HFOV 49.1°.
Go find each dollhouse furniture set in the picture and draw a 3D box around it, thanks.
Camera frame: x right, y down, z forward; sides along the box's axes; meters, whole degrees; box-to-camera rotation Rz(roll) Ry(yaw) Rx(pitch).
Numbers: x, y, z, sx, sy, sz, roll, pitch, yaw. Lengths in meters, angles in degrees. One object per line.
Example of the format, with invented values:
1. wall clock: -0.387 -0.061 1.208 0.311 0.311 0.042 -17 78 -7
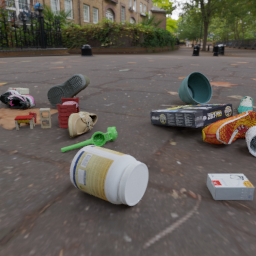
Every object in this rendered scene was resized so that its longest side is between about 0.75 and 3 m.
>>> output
1. dollhouse furniture set: -3.129 -0.603 11.066 2.362 0.961 1.271 -2 19 -7

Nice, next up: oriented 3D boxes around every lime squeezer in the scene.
1. lime squeezer: -0.956 0.267 9.259 0.925 0.494 2.619 13 23 33

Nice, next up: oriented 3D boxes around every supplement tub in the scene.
1. supplement tub: -0.402 1.016 6.069 1.463 1.056 1.056 13 22 33

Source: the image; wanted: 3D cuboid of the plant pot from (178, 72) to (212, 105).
1. plant pot: 3.289 -1.886 14.302 1.667 1.667 1.117 -11 -6 -31

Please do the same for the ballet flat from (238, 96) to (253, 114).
1. ballet flat: 5.472 -1.095 13.002 0.643 0.673 1.911 10 21 21

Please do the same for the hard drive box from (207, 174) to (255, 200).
1. hard drive box: 2.288 1.321 6.319 0.841 0.323 0.655 -1 18 -1

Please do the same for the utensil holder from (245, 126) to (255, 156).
1. utensil holder: 3.974 0.382 8.477 0.762 0.762 0.896 5 17 13

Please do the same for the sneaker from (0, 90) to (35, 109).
1. sneaker: -5.559 -1.349 13.634 1.969 0.791 0.850 7 21 23

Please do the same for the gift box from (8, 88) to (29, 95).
1. gift box: -5.780 -1.681 14.629 0.900 0.831 0.841 3 10 22

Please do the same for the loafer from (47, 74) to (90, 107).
1. loafer: -2.786 -1.760 13.331 2.674 1.005 0.931 -19 2 34

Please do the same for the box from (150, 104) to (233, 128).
1. box: 2.347 -0.499 10.664 1.984 0.604 2.461 -15 11 -31

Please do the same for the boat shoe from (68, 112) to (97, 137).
1. boat shoe: -1.616 -0.212 10.183 0.685 0.756 2.122 0 17 7

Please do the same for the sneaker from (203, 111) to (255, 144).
1. sneaker: 3.606 -0.067 9.578 2.671 0.975 1.030 -8 6 -34
